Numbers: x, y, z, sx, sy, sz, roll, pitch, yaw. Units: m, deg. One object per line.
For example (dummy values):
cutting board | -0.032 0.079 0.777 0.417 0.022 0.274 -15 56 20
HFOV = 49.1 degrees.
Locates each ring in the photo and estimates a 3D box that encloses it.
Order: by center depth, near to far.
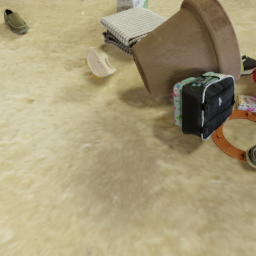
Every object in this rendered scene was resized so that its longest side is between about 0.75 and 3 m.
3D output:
ring | 3.377 0.138 7.955 2.034 0.195 2.034 0 48 0

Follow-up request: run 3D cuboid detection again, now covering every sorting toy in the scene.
sorting toy | -0.846 -2.193 9.634 1.087 0.581 0.978 56 37 5

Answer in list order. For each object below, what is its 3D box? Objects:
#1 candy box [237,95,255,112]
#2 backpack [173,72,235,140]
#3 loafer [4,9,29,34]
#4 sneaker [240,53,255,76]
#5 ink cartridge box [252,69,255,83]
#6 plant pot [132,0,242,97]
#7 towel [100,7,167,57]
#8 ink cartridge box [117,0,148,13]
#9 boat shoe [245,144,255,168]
candy box | 3.835 -0.759 8.775 0.765 0.233 0.522 8 48 8
backpack | 2.090 -0.691 7.530 1.769 1.571 1.332 -27 34 -32
loafer | -4.963 -4.680 12.219 0.683 0.633 1.816 -35 56 -29
sneaker | 3.519 -2.665 10.031 2.484 1.029 0.891 21 50 19
ink cartridge box | 5.551 -2.165 8.213 2.153 2.963 2.143 -7 47 -6
plant pot | 1.591 -2.222 8.654 2.593 2.973 2.973 -23 49 1
towel | 0.379 -3.783 11.137 2.428 1.039 2.011 -29 54 -26
ink cartridge box | 0.225 -6.349 12.697 0.927 2.231 1.636 21 50 19
boat shoe | 4.134 0.584 7.035 2.241 0.726 0.820 -6 71 -5
